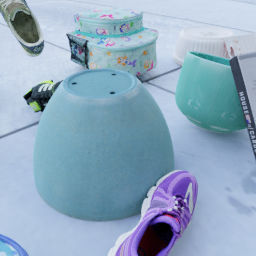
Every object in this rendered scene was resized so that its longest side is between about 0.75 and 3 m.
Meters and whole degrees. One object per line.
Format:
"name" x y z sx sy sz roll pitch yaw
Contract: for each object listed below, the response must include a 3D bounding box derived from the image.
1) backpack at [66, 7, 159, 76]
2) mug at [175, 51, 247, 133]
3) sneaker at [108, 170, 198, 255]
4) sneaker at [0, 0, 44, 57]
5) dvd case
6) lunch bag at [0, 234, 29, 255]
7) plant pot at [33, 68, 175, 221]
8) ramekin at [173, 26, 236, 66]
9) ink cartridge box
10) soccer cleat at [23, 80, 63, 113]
"backpack" -0.413 -2.972 9.847 2.661 2.256 2.997 -25 46 -32
"mug" 2.383 -0.791 6.775 2.497 1.544 2.052 7 23 -16
"sneaker" 0.596 1.349 4.054 0.839 0.868 2.081 41 47 3
"sneaker" -2.579 -2.752 6.483 0.738 2.202 0.989 -32 19 -16
"dvd case" 3.130 -0.278 5.473 1.949 2.593 0.321 -14 -2 -20
"lunch bag" -2.508 2.204 2.655 2.292 1.176 2.852 12 34 23
"plant pot" -0.479 -0.010 5.361 2.856 1.923 2.856 0 32 0
"ramekin" 3.051 -3.218 11.014 2.501 1.165 2.501 0 32 0
"ink cartridge box" 4.224 -2.740 10.272 1.617 1.311 0.405 -14 -3 -18
"soccer cleat" -1.941 -0.742 7.314 1.068 0.890 2.636 -36 28 -25
